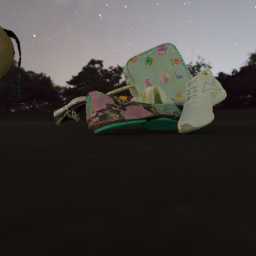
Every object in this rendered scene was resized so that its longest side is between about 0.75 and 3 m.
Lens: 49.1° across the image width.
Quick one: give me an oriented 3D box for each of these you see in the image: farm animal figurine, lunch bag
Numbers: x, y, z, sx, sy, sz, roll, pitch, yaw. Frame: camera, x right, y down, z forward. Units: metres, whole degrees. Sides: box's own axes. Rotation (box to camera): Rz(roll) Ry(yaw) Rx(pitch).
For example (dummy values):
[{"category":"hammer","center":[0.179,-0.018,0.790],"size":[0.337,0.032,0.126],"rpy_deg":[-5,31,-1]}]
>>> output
[{"category":"farm animal figurine","center":[-1.760,-0.667,2.107],"size":[1.903,1.003,1.924],"rpy_deg":[1,24,-36]},{"category":"lunch bag","center":[0.846,-0.989,6.732],"size":[1.495,1.864,0.718],"rpy_deg":[-27,6,-11]}]

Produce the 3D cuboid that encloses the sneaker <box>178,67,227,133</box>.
[{"category":"sneaker","center":[1.080,-0.449,4.418],"size":[0.548,0.624,1.558],"rpy_deg":[-18,19,38]}]

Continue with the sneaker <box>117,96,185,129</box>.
[{"category":"sneaker","center":[0.303,-0.374,5.552],"size":[1.937,0.726,0.873],"rpy_deg":[-1,-12,-12]}]

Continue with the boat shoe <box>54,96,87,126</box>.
[{"category":"boat shoe","center":[-1.624,-0.457,8.211],"size":[1.419,0.485,0.524],"rpy_deg":[-23,-21,24]}]

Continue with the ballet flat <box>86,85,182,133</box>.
[{"category":"ballet flat","center":[0.225,-0.319,4.472],"size":[2.077,0.739,0.718],"rpy_deg":[-1,-12,-42]}]
